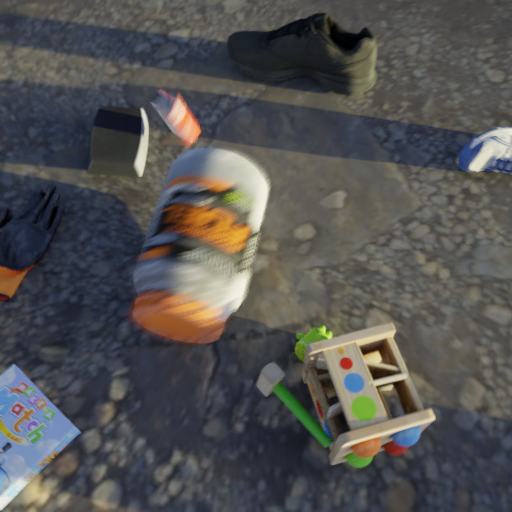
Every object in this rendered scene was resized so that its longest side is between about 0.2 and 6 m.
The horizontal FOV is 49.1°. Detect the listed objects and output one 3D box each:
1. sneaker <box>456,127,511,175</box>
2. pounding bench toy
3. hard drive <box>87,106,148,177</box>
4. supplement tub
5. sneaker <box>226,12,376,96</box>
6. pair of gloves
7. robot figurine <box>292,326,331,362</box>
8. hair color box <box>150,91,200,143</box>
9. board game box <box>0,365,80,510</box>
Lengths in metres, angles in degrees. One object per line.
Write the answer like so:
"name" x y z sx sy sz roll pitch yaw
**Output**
"sneaker" 5.301 -2.033 11.397 2.359 0.888 1.040 -15 59 -8
"pounding bench toy" 1.239 2.278 8.399 2.176 1.352 1.698 -13 59 -8
"hard drive" -2.935 -2.476 11.893 1.226 0.385 1.818 2 56 -7
"supplement tub" -0.960 -0.164 9.585 1.842 1.842 3.006 10 63 6
"sneaker" 1.057 -4.819 12.737 3.548 1.610 1.347 10 60 7
"pair of gloves" -5.325 -0.545 10.774 2.939 0.363 2.618 12 58 7
"robot figurine" 0.955 1.504 9.445 0.714 0.413 0.626 -40 66 -22
"hair color box" -1.619 -2.804 11.332 0.592 1.068 0.341 33 82 27
"board game box" -4.036 2.930 8.559 1.577 0.381 2.084 36 64 21
